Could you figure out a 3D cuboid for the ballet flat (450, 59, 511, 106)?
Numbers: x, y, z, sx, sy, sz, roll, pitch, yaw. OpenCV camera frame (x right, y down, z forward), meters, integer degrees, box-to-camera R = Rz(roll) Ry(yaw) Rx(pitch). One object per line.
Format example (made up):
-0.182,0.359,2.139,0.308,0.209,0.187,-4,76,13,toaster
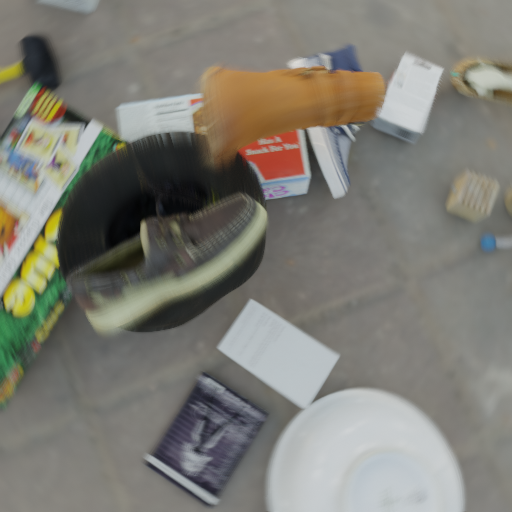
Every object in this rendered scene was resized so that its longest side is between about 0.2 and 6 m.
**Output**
3.785,-2.460,8.090,1.912,0.624,0.674,10,108,18,ballet flat

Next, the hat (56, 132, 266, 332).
-1.192,-0.390,7.006,2.576,1.039,2.576,-8,114,-19,hat

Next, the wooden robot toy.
4.178,-0.337,7.508,3.035,1.377,1.337,39,82,7,wooden robot toy

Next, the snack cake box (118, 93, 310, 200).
-0.589,-1.504,7.987,2.509,0.843,1.443,-8,79,0,snack cake box

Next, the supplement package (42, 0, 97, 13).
-2.936,-4.835,8.303,1.168,1.588,1.519,16,80,3,supplement package

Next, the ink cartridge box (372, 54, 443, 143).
2.290,-2.379,8.437,0.685,0.316,1.257,23,70,5,ink cartridge box

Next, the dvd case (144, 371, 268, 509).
-0.668,2.472,7.584,1.082,0.116,1.455,31,80,6,dvd case

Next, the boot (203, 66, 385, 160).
0.469,-1.626,6.214,1.870,2.408,0.923,2,108,10,boot

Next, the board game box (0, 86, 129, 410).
-3.193,-0.142,7.504,2.048,0.459,3.910,31,90,12,board game box

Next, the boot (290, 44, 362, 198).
1.234,-1.993,8.061,0.997,0.803,2.207,-17,78,11,boot

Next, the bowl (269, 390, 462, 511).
1.475,2.927,6.833,2.539,1.141,2.539,1,77,-6,bowl

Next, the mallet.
-4.094,-2.517,8.476,2.362,0.486,0.778,-26,84,0,mallet

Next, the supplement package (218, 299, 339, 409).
0.283,1.301,7.465,1.370,0.804,0.801,34,81,6,supplement package

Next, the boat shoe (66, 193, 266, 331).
-0.992,-0.022,6.038,2.323,0.850,0.753,-33,123,5,boat shoe
